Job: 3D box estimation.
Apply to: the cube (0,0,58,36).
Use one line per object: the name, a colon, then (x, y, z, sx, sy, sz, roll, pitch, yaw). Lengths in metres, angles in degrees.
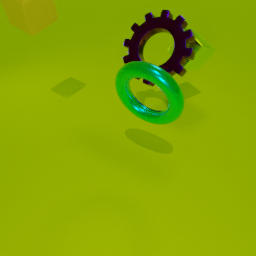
cube: (-2.577, -3.192, 7.306, 0.959, 0.959, 0.959, 32, 62, 19)

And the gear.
gear: (0.777, -2.046, 7.264, 1.886, 1.886, 0.349, 23, 8, 26)

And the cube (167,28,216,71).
cube: (1.918, -2.357, 8.490, 0.871, 0.871, 0.871, -5, 54, -48)

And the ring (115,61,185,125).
ring: (0.437, -0.712, 6.030, 1.643, 1.643, 0.329, 21, 56, 24)
